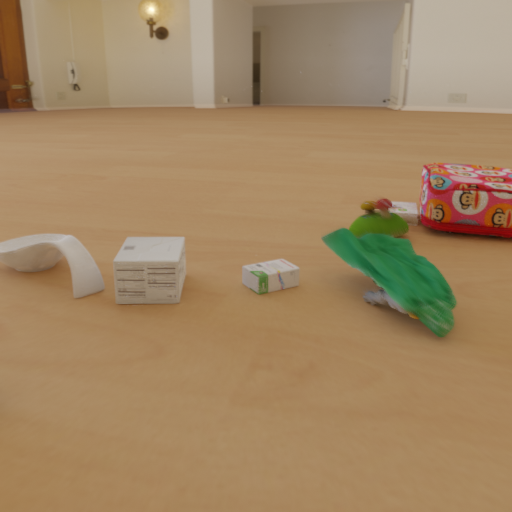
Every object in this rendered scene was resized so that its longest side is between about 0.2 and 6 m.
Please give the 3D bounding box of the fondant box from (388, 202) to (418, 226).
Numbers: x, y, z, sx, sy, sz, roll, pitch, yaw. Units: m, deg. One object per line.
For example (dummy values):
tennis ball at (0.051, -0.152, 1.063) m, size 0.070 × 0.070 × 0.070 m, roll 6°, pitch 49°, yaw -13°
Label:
fondant box at (3.324, -0.990, 12.939) m, size 0.751 × 0.303 × 1.040 m, roll 5°, pitch 19°, yaw 13°

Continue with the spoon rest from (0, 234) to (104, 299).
spoon rest at (-3.501, -0.046, 9.494) m, size 2.622 × 0.795 × 1.303 m, roll 18°, pitch 26°, yaw 40°

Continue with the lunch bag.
lunch bag at (5.043, -1.329, 12.468) m, size 2.651 × 1.233 × 3.010 m, roll 5°, pitch 20°, yaw 14°

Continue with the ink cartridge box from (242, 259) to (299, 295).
ink cartridge box at (0.240, 0.328, 9.099) m, size 0.775 × 0.326 × 0.561 m, roll -10°, pitch 22°, yaw -27°

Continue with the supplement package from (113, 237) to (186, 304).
supplement package at (-1.653, 0.202, 8.885) m, size 0.978 × 0.696 × 1.255 m, roll 0°, pitch 18°, yaw -3°

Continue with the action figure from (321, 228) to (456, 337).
action figure at (2.135, 0.372, 8.361) m, size 1.605 × 0.743 × 2.717 m, roll -3°, pitch 24°, yaw -12°

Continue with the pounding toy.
pounding toy at (2.590, -0.869, 11.675) m, size 1.222 × 0.735 × 1.584 m, roll 2°, pitch 16°, yaw 34°
